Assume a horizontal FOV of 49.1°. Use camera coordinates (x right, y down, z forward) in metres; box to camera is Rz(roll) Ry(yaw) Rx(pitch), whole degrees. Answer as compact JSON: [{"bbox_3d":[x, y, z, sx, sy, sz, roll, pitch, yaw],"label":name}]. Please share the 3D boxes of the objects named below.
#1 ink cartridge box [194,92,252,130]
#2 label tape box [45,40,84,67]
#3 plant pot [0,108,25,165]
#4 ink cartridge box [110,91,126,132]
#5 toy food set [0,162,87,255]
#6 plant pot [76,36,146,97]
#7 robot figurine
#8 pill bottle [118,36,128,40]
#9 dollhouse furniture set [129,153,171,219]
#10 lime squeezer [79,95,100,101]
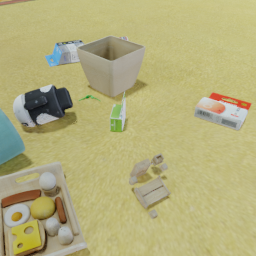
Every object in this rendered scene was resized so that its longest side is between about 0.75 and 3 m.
[{"bbox_3d":[3.751,-0.871,10.788,1.717,0.531,2.118,21,45,25],"label":"ink cartridge box"},{"bbox_3d":[-3.258,-3.985,14.767,2.093,0.663,1.509,-15,40,-19],"label":"label tape box"},{"bbox_3d":[-4.304,0.332,8.073,2.049,2.049,1.644,29,55,33],"label":"plant pot"},{"bbox_3d":[-0.356,-0.599,9.841,0.457,1.206,0.891,4,37,6],"label":"ink cartridge box"},{"bbox_3d":[-2.271,2.010,6.719,1.926,0.811,2.684,-14,39,-18],"label":"toy food set"},{"bbox_3d":[-0.699,-2.555,11.911,2.076,1.840,2.078,28,44,32],"label":"plant pot"},{"bbox_3d":[-2.995,-0.771,9.893,1.996,1.500,1.246,-18,48,-4],"label":"robot figurine"},{"bbox_3d":[-0.424,-5.068,16.364,0.781,0.467,0.467,-14,39,-18],"label":"pill bottle"},{"bbox_3d":[0.716,1.632,7.721,1.242,0.711,1.456,-21,66,-24],"label":"dollhouse furniture set"},{"bbox_3d":[-1.567,-1.245,11.566,0.910,0.172,0.321,2,37,1],"label":"lime squeezer"}]
